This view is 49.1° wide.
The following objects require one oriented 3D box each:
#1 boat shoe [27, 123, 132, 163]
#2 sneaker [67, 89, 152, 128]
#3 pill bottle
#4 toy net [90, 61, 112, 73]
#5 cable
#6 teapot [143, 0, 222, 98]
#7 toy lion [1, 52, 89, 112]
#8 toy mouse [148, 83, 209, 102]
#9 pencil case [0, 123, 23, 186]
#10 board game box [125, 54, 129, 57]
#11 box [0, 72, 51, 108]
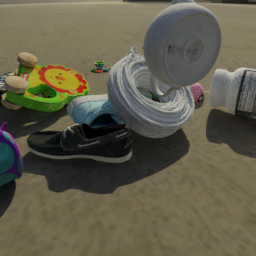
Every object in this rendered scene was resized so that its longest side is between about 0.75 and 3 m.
[{"bbox_3d":[-1.246,0.241,7.079,2.714,0.918,0.975,2,31,7],"label":"boat shoe"},{"bbox_3d":[-0.325,-0.422,8.410,2.823,1.043,1.157,-16,57,-28],"label":"sneaker"},{"bbox_3d":[4.001,-1.065,8.762,2.634,1.526,1.526,14,32,24],"label":"pill bottle"},{"bbox_3d":[-0.964,-2.798,13.086,1.582,0.306,0.830,15,33,24],"label":"toy net"},{"bbox_3d":[0.629,-0.963,8.087,2.648,0.917,2.648,38,48,1],"label":"cable"},{"bbox_3d":[0.888,-1.593,5.402,1.621,1.600,1.184,-45,40,-2],"label":"teapot"},{"bbox_3d":[-2.677,-1.469,9.746,2.649,0.949,2.763,16,35,-17],"label":"toy lion"},{"bbox_3d":[1.722,-1.469,10.424,2.999,0.580,2.666,17,33,27],"label":"toy mouse"},{"bbox_3d":[-3.614,0.905,5.461,2.819,1.303,1.199,-20,9,-35],"label":"pencil case"},{"bbox_3d":[0.382,-3.259,13.769,1.419,0.438,1.418,-6,31,-10],"label":"board game box"},{"bbox_3d":[-4.015,-1.475,10.463,2.389,0.550,1.899,8,30,14],"label":"box"}]
